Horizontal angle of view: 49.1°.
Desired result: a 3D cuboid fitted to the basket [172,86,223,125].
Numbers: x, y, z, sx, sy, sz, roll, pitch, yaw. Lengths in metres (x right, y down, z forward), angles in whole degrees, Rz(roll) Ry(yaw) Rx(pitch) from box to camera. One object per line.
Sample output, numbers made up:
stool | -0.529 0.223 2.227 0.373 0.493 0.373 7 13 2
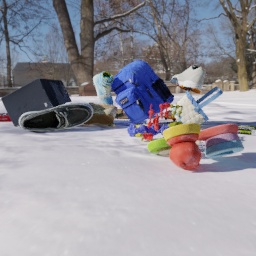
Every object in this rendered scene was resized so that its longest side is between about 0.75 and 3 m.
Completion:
basket | 2.866 -0.952 11.405 2.065 1.437 1.821 -41 0 18

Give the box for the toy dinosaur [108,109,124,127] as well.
toy dinosaur | -0.823 -0.453 12.556 1.155 0.622 2.621 -23 22 -25

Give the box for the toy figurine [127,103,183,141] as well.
toy figurine | 0.672 -0.135 8.707 1.379 1.214 2.302 -1 6 34

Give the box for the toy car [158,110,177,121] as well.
toy car | 1.828 -0.504 12.943 0.718 0.487 1.464 18 25 23

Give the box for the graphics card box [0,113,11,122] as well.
graphics card box | -6.152 -0.553 14.142 0.823 0.334 1.313 -3 10 -12

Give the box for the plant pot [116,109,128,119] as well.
plant pot | -0.317 -0.814 15.682 2.604 0.358 2.604 -3 9 0

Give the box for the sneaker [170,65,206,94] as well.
sneaker | 2.622 -2.146 11.871 0.887 1.078 2.343 22 7 -20

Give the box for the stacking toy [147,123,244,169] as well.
stacking toy | 1.508 0.564 6.482 2.020 0.853 1.829 -1 -18 -27

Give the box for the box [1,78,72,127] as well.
box | -3.910 -1.164 12.478 1.933 1.363 2.612 -25 3 9

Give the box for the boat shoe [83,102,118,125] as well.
boat shoe | -1.583 -0.668 12.216 2.432 0.867 0.785 7 54 24

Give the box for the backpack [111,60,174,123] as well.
backpack | 0.474 -1.582 12.094 1.972 2.427 2.036 -27 11 44

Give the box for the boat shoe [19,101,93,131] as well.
boat shoe | -2.692 -0.311 10.884 2.894 1.043 1.026 -14 20 -17

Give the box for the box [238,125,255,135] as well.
box | 4.431 0.081 10.227 0.935 0.222 0.903 7 14 39

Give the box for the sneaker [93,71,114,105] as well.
sneaker | -0.881 -1.649 11.773 0.617 1.551 1.013 -26 3 -35
